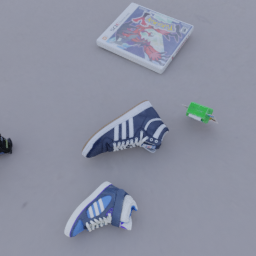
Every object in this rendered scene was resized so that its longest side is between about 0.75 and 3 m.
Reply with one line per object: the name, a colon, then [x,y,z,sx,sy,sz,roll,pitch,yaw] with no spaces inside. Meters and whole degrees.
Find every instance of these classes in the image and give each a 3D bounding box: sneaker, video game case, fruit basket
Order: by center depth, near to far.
sneaker: [-0.523,2.127,6.526,1.197,0.659,1.635,32,59,22]
sneaker: [0.020,0.354,7.578,2.398,0.841,1.301,-36,78,-16]
fruit basket: [2.071,-0.364,8.021,0.943,1.018,0.477,25,85,26]
video game case: [0.655,-3.448,10.425,2.763,0.318,2.518,28,65,16]

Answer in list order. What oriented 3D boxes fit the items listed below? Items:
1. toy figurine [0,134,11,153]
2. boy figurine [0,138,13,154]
toy figurine: [-3.900,0.532,7.215,1.318,0.917,1.298,25,70,20]
boy figurine: [-3.869,0.537,7.797,1.205,0.388,0.749,-4,54,-9]
